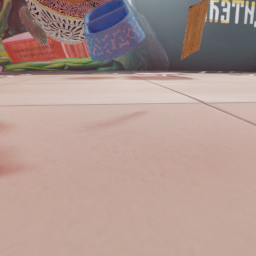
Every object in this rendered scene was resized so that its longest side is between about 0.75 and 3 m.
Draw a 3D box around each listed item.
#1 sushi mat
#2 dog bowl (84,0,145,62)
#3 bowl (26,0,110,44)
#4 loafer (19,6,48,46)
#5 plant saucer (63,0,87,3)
[{"bbox_3d":[2.343,-3.451,9.867,1.001,2.092,0.127,-31,57,-21],"label":"sushi mat"},{"bbox_3d":[-0.393,-2.242,6.166,1.249,0.555,2.240,-22,36,8],"label":"dog bowl"},{"bbox_3d":[-1.832,-3.522,8.657,2.927,1.374,2.927,13,44,-13],"label":"bowl"},{"bbox_3d":[-3.115,-3.313,9.233,0.470,1.343,0.469,-36,12,-34],"label":"loafer"},{"bbox_3d":[-1.333,-3.955,6.753,1.725,1.725,0.278,-4,30,-17],"label":"plant saucer"}]
